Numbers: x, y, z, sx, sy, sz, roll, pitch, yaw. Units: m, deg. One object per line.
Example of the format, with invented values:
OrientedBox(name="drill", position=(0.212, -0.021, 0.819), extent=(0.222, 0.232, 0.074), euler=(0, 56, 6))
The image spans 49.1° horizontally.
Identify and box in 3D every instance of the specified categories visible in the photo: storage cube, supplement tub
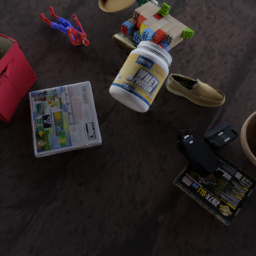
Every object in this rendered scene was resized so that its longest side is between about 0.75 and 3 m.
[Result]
OrientedBox(name="storage cube", position=(-5.215, -1.990, 10.245), extent=(2.659, 2.391, 2.273), euler=(21, 70, 9))
OrientedBox(name="supplement tub", position=(0.495, -1.877, 10.375), extent=(1.611, 1.611, 2.228), euler=(29, 86, 11))

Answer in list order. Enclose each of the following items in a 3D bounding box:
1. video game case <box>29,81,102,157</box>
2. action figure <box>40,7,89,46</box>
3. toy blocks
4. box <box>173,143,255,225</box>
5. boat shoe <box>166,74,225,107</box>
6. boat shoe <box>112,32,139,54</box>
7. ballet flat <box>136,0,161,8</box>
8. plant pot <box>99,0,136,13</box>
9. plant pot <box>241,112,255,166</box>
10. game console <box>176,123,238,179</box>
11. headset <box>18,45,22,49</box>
OrientedBox(name="video game case", position=(-2.437, -0.390, 10.730), extent=(2.440, 0.295, 2.677), euler=(-11, 69, -4))
OrientedBox(name="action figure", position=(-2.659, -4.446, 11.890), extent=(2.591, 1.283, 0.846), euler=(39, 74, 12))
OrientedBox(name="toy blocks", position=(1.014, -3.996, 11.395), extent=(2.706, 1.352, 1.850), euler=(40, 60, 14))
OrientedBox(name="box", position=(2.995, 1.881, 9.678), extent=(2.238, 0.552, 1.787), euler=(37, 74, 14))
OrientedBox(name="boat shoe", position=(2.641, -1.493, 10.839), extent=(2.364, 0.900, 0.847), euler=(17, 69, 7))
OrientedBox(name="boat shoe", position=(0.306, -3.394, 11.676), extent=(2.128, 0.779, 0.690), euler=(39, 78, 14))
OrientedBox(name="ballet flat", position=(1.240, -5.276, 12.558), extent=(0.730, 0.709, 2.050), euler=(-33, 75, -32))
OrientedBox(name="plant pot", position=(-0.380, -5.892, 12.662), extent=(1.984, 0.273, 1.984), euler=(-11, 59, 19))
OrientedBox(name="plant pot", position=(5.072, 0.576, 9.899), extent=(2.391, 1.104, 2.391), euler=(0, 67, 0))
OrientedBox(name="game console", position=(3.018, 0.593, 9.919), extent=(2.586, 0.312, 1.525), euler=(-26, 68, -29))
OrientedBox(name="headset", position=(-4.772, -3.083, 11.857), extent=(0.563, 0.428, 0.911), euler=(19, 84, 11))
